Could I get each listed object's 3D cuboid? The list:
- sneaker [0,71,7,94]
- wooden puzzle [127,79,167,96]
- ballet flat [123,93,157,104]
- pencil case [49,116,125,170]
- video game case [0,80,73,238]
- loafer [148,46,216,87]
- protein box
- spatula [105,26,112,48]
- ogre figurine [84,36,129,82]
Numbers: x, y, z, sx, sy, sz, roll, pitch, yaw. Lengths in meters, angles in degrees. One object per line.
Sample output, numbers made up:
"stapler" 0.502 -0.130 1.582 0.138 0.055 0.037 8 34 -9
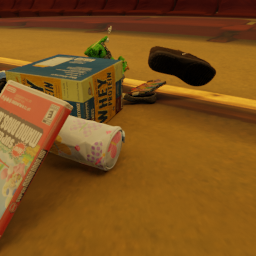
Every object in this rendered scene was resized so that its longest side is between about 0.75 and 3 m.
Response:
"sneaker" -4.681 -1.579 10.585 2.399 0.921 1.335 8 24 18
"wooden puzzle" 0.731 -1.560 10.849 1.134 0.134 1.912 3 27 44
"ballet flat" 0.359 -1.165 10.257 1.409 0.400 0.468 4 26 -8
"pencil case" -1.364 0.172 6.671 2.511 1.044 1.139 17 34 17
"video game case" -2.297 0.526 5.043 1.965 2.748 0.240 22 -9 37
"loafer" 1.970 -2.367 10.066 2.823 1.031 1.007 15 45 -27
"protein box" -1.825 -1.134 8.816 2.571 1.747 2.590 11 28 20
"spatula" -0.922 -3.868 12.546 0.159 1.373 1.975 16 18 -7
"ogre figurine" -0.948 -2.670 11.578 1.448 1.770 2.952 -46 21 -21
